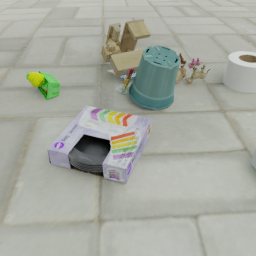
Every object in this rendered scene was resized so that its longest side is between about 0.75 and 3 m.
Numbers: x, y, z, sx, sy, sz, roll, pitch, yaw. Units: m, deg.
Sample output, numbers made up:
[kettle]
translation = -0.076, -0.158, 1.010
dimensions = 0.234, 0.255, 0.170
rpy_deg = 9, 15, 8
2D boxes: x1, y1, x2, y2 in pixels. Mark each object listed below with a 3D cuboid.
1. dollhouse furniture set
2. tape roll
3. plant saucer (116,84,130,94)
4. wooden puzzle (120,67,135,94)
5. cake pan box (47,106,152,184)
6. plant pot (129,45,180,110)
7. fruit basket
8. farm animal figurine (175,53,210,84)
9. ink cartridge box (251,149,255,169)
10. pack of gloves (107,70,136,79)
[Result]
[dollhouse furniture set]
translation = -0.069, -3.643, 14.632
dimensions = 2.657, 2.276, 2.794
rpy_deg = -17, 68, -21
[tape roll]
translation = 5.420, -2.592, 12.848
dimensions = 1.849, 1.269, 1.849
rpy_deg = 0, 37, 0
[plant saucer]
translation = -0.150, -1.804, 12.677
dimensions = 0.814, 0.204, 0.814
rpy_deg = -1, 37, 1
[wooden puzzle]
translation = -0.016, -2.001, 11.745
dimensions = 0.126, 1.064, 1.794
rpy_deg = 23, 17, 1
[cake pan box]
translation = -0.826, 0.435, 9.245
dimensions = 2.620, 0.744, 2.845
rpy_deg = 11, 38, 18
[plant pot]
translation = 1.147, -2.095, 11.286
dimensions = 1.987, 1.946, 1.987
rpy_deg = 6, 48, -6
[fruit basket]
translation = -3.752, -1.918, 12.132
dimensions = 1.406, 1.014, 1.406
rpy_deg = 11, 28, -6
[farm animal figurine]
translation = 2.565, -2.591, 13.204
dimensions = 1.857, 0.979, 1.878
rpy_deg = -31, 48, -16
[ink cartridge box]
translation = 4.662, 1.273, 8.075
dimensions = 1.316, 0.746, 1.795
rpy_deg = -6, 37, -8
[pack of gloves]
translation = 0.157, -2.675, 13.881
dimensions = 1.861, 0.367, 1.563
rpy_deg = -19, 32, -31
